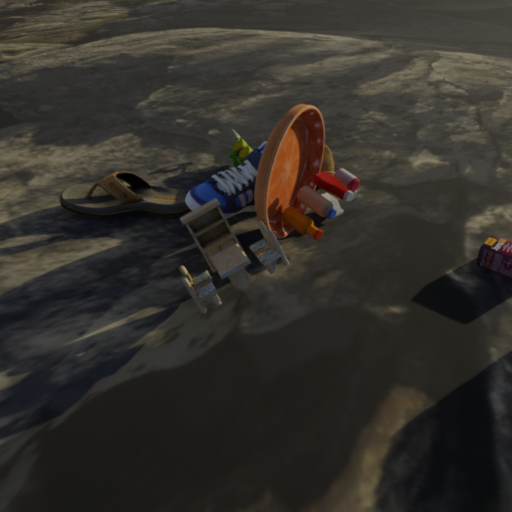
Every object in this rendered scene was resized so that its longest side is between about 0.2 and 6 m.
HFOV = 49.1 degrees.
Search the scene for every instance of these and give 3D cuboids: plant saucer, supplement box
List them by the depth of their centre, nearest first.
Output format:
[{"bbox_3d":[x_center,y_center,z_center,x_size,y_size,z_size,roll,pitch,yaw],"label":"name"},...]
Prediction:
[{"bbox_3d":[4.755,0.059,10.485,1.030,0.441,0.568,25,42,32],"label":"supplement box"},{"bbox_3d":[0.642,-1.656,11.038,0.426,2.642,2.642,20,39,22],"label":"plant saucer"}]

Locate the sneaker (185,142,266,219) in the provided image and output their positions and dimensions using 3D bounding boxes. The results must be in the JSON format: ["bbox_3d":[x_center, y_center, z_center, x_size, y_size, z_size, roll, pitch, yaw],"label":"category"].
[{"bbox_3d":[-0.221,-1.716,11.502,2.382,1.744,0.960,-10,51,-44],"label":"sneaker"}]

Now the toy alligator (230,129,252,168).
[{"bbox_3d":[-0.379,-2.537,14.216,0.634,0.693,2.338,-45,38,8],"label":"toy alligator"}]

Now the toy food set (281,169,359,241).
[{"bbox_3d":[1.616,-1.122,11.693,2.097,1.001,0.943,-22,50,-40],"label":"toy food set"}]

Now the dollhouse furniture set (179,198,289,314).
[{"bbox_3d":[-0.603,-0.162,9.631,1.629,1.154,1.773,-30,21,-4],"label":"dollhouse furniture set"}]

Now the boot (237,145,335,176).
[{"bbox_3d":[0.639,-2.148,13.093,2.421,0.914,0.891,-4,0,-13],"label":"boot"}]

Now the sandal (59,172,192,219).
[{"bbox_3d":[-2.792,-1.401,12.305,2.992,0.817,1.223,4,34,6],"label":"sandal"}]
